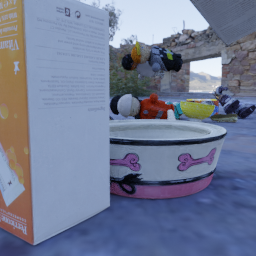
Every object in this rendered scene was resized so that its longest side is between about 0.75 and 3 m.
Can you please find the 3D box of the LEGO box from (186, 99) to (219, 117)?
[{"bbox_3d":[3.398,-0.953,12.981,1.406,0.728,1.888,2,8,13],"label":"LEGO box"}]

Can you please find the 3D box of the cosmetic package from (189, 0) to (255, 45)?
[{"bbox_3d":[2.467,-3.397,6.985,1.419,0.997,2.797,-22,-29,34],"label":"cosmetic package"}]

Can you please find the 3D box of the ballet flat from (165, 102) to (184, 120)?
[{"bbox_3d":[1.664,-0.567,10.924,0.821,0.821,2.288,4,6,26],"label":"ballet flat"}]

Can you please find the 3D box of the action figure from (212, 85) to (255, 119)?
[{"bbox_3d":[4.644,-1.105,12.514,1.716,0.915,2.638,32,17,-6],"label":"action figure"}]

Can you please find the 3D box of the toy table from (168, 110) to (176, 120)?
[{"bbox_3d":[0.944,0.094,5.579,0.877,0.807,0.514,-1,25,-16],"label":"toy table"}]

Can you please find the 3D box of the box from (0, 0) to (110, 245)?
[{"bbox_3d":[-0.896,-0.134,2.656,1.177,1.893,0.923,6,10,36],"label":"box"}]

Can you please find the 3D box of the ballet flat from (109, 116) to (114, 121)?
[{"bbox_3d":[-0.801,0.064,5.601,0.774,0.774,2.120,3,9,22],"label":"ballet flat"}]

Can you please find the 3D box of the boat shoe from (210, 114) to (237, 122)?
[{"bbox_3d":[3.520,-0.327,10.306,0.952,0.299,0.347,-5,31,13],"label":"boat shoe"}]

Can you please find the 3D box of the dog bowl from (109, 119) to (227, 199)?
[{"bbox_3d":[0.293,0.325,3.743,1.926,0.710,1.926,1,8,0],"label":"dog bowl"}]

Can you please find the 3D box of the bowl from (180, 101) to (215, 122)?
[{"bbox_3d":[2.495,-0.574,10.216,1.257,0.676,1.257,7,6,-1],"label":"bowl"}]

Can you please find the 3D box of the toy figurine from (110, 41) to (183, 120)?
[{"bbox_3d":[0.522,-1.532,9.968,1.907,2.699,2.741,9,5,-11],"label":"toy figurine"}]
